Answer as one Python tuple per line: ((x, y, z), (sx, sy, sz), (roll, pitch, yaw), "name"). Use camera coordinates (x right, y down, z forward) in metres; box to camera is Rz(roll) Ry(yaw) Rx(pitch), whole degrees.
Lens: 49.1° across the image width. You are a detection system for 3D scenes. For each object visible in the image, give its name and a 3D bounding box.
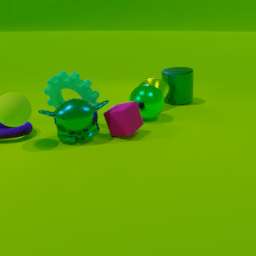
((0.871, -0.895, 9.768), (1.197, 1.197, 1.202), (2, 47, 6), "cone")
((-3.311, 0.014, 7.691), (1.324, 0.265, 1.324), (2, 15, 0), "ring")
((-1.611, -0.850, 8.137), (1.633, 1.633, 0.302), (7, 40, 17), "gear")
((-2.718, -0.437, 6.654), (0.818, 0.818, 0.818), (0, 21, 0), "ball")
((-1.365, -0.267, 7.391), (1.798, 1.083, 1.293), (-10, 14, -11), "monkey head")
((-0.110, -0.246, 7.577), (0.709, 0.709, 0.709), (-7, 21, 34), "cube")
((0.578, -0.816, 8.807), (1.123, 1.123, 1.123), (0, 21, 0), "ball")
((1.885, -1.621, 10.665), (1.187, 1.187, 1.187), (-4, 23, 2), "cylinder")
